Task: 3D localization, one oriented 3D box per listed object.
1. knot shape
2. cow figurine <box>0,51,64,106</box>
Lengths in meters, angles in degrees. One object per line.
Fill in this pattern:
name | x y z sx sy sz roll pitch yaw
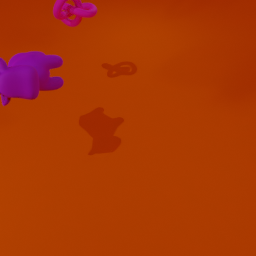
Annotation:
knot shape | -1.408 -2.910 6.866 1.133 1.060 0.524 -4 92 21
cow figurine | -1.960 -1.008 5.253 1.496 0.834 1.520 -18 32 -40
